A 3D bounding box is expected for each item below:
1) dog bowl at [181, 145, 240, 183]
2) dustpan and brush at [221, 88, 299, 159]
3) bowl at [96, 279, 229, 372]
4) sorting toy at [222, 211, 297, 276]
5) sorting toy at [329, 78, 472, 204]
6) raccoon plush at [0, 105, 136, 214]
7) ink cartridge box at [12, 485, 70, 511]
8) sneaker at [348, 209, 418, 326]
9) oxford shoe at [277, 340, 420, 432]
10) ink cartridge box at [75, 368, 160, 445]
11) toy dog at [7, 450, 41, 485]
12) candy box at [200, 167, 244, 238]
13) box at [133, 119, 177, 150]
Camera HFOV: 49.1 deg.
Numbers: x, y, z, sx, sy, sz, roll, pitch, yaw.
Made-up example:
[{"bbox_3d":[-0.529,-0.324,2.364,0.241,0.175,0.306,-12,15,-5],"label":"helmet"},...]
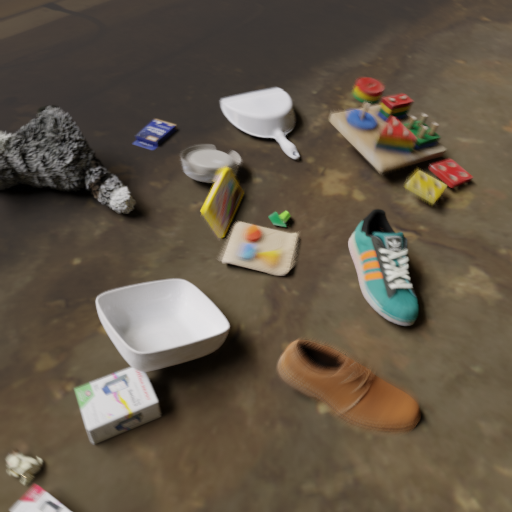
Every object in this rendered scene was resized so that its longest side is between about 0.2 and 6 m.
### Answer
[{"bbox_3d":[-0.994,-1.998,12.192,1.285,0.377,1.285,4,35,-3],"label":"dog bowl"},{"bbox_3d":[0.391,-3.123,13.363,1.749,0.717,2.505,-17,41,-19],"label":"dustpan and brush"},{"bbox_3d":[-1.486,1.121,8.803,1.748,0.653,1.746,-12,35,-33],"label":"bowl"},{"bbox_3d":[0.140,-0.369,10.789,1.256,0.250,1.699,10,45,7],"label":"sorting toy"},{"bbox_3d":[3.055,-2.788,12.369,1.936,0.679,4.016,-17,54,-27],"label":"sorting toy"},{"bbox_3d":[-4.361,-1.643,11.285,2.262,1.634,3.376,-38,56,-22],"label":"raccoon plush"},{"bbox_3d":[-2.703,3.367,7.115,0.728,0.311,0.537,24,50,24],"label":"ink cartridge box"},{"bbox_3d":[2.269,0.122,9.780,0.826,0.925,2.316,2,44,-19],"label":"sneaker"},{"bbox_3d":[1.404,1.881,8.141,2.219,0.791,0.791,23,52,4],"label":"oxford shoe"},{"bbox_3d":[-2.019,2.154,8.208,1.040,0.455,0.756,-17,48,-19],"label":"ink cartridge box"},{"bbox_3d":[-3.209,2.834,7.662,0.423,0.295,0.410,23,43,24],"label":"toy dog"},{"bbox_3d":[-0.658,-1.083,11.222,0.187,0.722,1.413,-13,38,31],"label":"candy box"},{"bbox_3d":[-2.432,-2.915,13.407,0.612,0.164,1.011,20,50,18],"label":"box"}]
